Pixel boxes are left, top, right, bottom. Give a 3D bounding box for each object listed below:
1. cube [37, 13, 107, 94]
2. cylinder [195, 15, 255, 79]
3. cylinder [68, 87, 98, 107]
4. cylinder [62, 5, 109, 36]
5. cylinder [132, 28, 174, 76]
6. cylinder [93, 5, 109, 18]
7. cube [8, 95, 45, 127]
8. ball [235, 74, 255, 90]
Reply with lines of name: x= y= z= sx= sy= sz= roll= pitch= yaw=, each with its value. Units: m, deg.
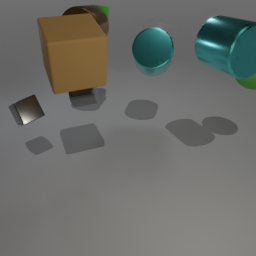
cube: x=-1.413 y=-1.921 z=7.159 sx=1.400 sy=1.400 sz=1.400 roll=-13 pitch=47 yaw=-18
cylinder: x=2.761 y=-2.179 z=7.483 sx=1.400 sy=1.400 sz=1.400 roll=-13 pitch=32 yaw=-21
cylinder: x=-1.267 y=-0.994 z=8.021 sx=0.700 sy=0.700 sz=0.700 roll=-9 pitch=30 yaw=5
cylinder: x=-1.516 y=-3.590 z=9.960 sx=1.400 sy=1.400 sz=1.400 roll=6 pitch=26 yaw=10
cylinder: x=0.892 y=-2.660 z=10.000 sx=1.400 sy=1.400 sz=1.400 roll=3 pitch=1 yaw=6
cylinder: x=-1.098 y=-4.315 z=10.743 sx=0.700 sy=0.700 sz=0.700 roll=4 pitch=21 yaw=-2
cube: x=-3.058 y=-0.514 z=8.443 sx=0.700 sy=0.700 sz=0.700 roll=-31 pitch=13 yaw=-32
ball: x=4.009 y=-1.897 z=8.722 sx=1.400 sy=1.400 sz=1.400 roll=0 pitch=30 yaw=0
